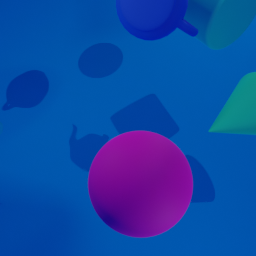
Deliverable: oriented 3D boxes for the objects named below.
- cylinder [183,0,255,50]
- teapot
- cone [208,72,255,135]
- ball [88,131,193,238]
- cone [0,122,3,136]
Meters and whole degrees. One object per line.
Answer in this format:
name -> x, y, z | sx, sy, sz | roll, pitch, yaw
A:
cylinder -> 1.568, -2.445, 5.397 | 1.364, 1.364, 1.364 | -32, 58, -14
teapot -> 0.387, -2.140, 4.708 | 1.921, 1.195, 0.941 | 39, 28, 5
cone -> 2.014, -0.194, 5.191 | 1.312, 1.308, 1.308 | -24, 67, -17
ball -> 0.126, 0.567, 2.922 | 1.075, 1.075, 1.075 | 0, 64, 0
cone -> -3.245, -0.142, 4.495 | 1.632, 1.632, 1.638 | -43, 88, -18
